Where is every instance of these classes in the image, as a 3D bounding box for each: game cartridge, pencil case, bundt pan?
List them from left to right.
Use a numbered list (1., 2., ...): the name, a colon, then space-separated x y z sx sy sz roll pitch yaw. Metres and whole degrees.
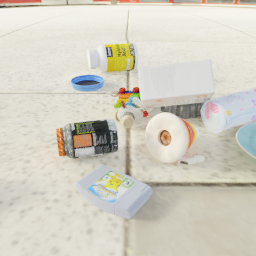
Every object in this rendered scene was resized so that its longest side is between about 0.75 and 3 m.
1. game cartridge: -0.403 1.527 6.910 1.711 0.346 1.141 19 38 30
2. bundt pan: 2.228 -1.137 11.164 1.990 0.747 1.990 0 29 0
3. pencil case: 3.985 -0.656 9.867 2.839 1.180 1.288 -14 36 -22

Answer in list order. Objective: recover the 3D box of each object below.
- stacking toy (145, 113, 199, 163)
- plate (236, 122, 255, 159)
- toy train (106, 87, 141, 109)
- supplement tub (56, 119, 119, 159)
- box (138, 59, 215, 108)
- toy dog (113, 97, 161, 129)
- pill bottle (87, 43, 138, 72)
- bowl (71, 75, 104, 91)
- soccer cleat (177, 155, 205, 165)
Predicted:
1. stacking toy: 1.619 0.232 8.558 1.443 1.443 1.975 27 21 38
2. plate: 4.738 0.599 8.492 2.822 0.361 2.822 -1 30 0
3. toy train: -0.299 -1.088 11.246 1.717 0.727 0.994 2 42 26
4. supplement tub: -1.195 0.322 8.253 1.727 1.058 1.058 -6 30 -12
5. box: 1.631 -1.468 9.694 2.375 1.158 1.477 -5 -6 7
6. toy dog: 0.307 -0.725 10.233 1.270 0.927 1.925 20 35 31
7. pill bottle: -0.842 -3.798 15.151 2.588 1.440 1.440 -8 30 -12
8. bowl: -1.938 -2.159 13.396 1.576 0.309 1.576 0 29 0
9. soccer cleat: 1.807 0.943 8.004 0.779 0.270 0.302 -4 34 7
